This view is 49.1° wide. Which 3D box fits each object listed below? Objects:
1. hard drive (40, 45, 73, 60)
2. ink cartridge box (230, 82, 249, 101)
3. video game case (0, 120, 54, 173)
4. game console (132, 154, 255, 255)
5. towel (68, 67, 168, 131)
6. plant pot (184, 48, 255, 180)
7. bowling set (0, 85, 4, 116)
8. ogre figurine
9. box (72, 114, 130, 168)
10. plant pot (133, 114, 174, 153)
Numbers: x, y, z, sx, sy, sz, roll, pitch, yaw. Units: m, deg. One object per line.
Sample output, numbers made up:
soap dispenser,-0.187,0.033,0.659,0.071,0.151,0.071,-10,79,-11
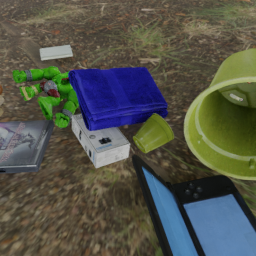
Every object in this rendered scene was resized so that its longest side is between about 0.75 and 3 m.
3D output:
hard drive,-3.077,-3.236,11.988,1.301,0.171,0.858,-12,43,-12
ink cartridge box,3.515,-1.288,9.524,0.913,0.528,1.571,31,50,30
video game case,-3.567,0.463,7.409,2.845,0.270,2.032,-3,34,1
game console,1.567,1.773,5.254,2.501,1.655,2.844,-9,43,-10
towel,-0.200,-0.995,8.044,2.652,0.657,1.958,-10,66,-31
plant pot,3.079,-0.622,7.080,2.858,2.858,2.628,13,42,15
bowling set,-4.180,-0.889,7.742,1.167,1.513,2.174,36,17,-8
ogre figurine,-2.360,-1.146,8.872,2.402,1.178,1.440,32,49,29
box,-0.800,0.223,7.774,1.012,0.521,1.734,-15,43,-25
plant pot,0.613,0.206,7.462,0.842,0.875,0.875,-36,51,-14
